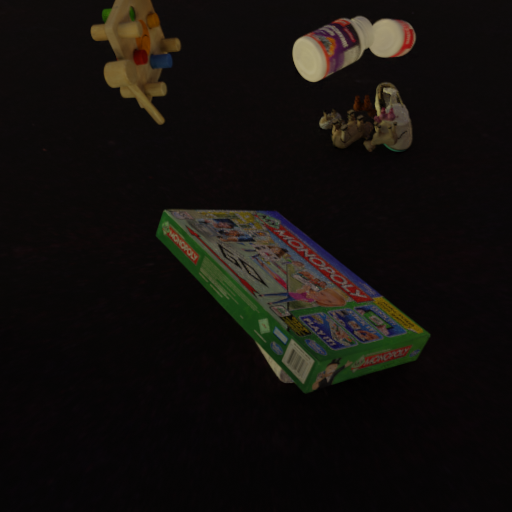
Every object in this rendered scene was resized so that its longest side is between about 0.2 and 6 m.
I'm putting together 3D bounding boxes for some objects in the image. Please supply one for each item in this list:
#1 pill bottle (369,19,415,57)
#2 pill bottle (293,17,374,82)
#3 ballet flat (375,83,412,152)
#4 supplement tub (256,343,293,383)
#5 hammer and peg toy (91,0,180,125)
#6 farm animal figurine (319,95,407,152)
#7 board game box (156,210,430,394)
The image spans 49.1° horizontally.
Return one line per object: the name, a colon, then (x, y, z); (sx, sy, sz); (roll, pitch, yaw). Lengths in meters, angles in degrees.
pill bottle: (2.431, -3.838, 9.889); (0.612, 0.612, 1.090); (22, 29, 24)
pill bottle: (1.011, -2.671, 7.139); (1.005, 0.560, 0.560); (-33, 51, -22)
ballet flat: (3.362, -3.544, 13.870); (0.876, 0.876, 2.521); (0, 41, 0)
supplement tub: (0.395, 1.321, 8.427); (0.668, 0.668, 1.012); (-18, 44, -20)
hammer and peg toy: (-2.310, -3.808, 10.640); (0.935, 1.950, 2.652); (1, 58, 14)
farm animal figurine: (2.494, -2.969, 13.280); (1.617, 0.852, 1.635); (-20, 47, -3)
board game box: (0.483, 0.425, 8.790); (2.581, 0.558, 3.836); (-4, 35, -42)
